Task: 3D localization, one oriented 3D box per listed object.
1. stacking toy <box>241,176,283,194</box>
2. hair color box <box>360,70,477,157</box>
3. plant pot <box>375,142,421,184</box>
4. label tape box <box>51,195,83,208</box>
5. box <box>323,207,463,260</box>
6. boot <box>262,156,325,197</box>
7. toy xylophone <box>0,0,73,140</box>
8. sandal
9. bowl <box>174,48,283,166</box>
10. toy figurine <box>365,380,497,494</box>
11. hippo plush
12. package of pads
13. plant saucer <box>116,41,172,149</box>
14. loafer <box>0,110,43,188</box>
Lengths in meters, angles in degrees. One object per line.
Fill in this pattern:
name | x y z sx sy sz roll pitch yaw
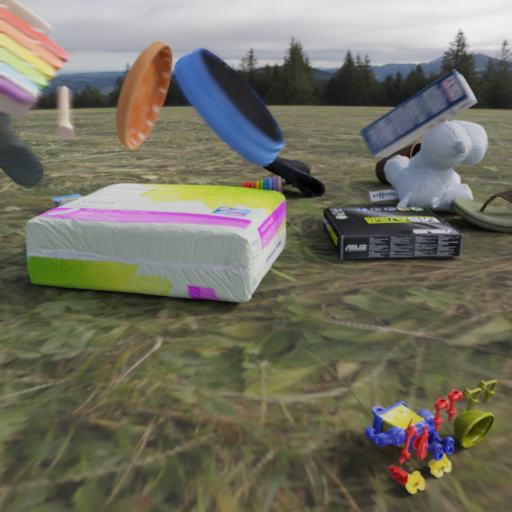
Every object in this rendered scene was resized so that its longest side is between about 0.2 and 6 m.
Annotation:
stacking toy | 0.148 -1.948 15.709 1.165 0.498 0.498 -3 19 6
hair color box | 2.888 -2.489 10.010 1.872 0.567 0.936 -30 -6 28
plant pot | 4.309 -2.612 16.673 1.383 1.292 1.292 -4 11 45
label tape box | -4.426 -1.198 13.641 0.751 0.329 1.041 -15 24 -37
box | 2.631 -0.508 11.315 2.296 0.545 2.217 -1 16 -1
boot | 1.342 -2.253 16.068 1.745 0.695 2.117 7 17 -33
toy xylophone | -3.664 -2.975 8.702 2.069 0.710 2.826 26 32 -42
sandal | 6.026 -1.064 12.272 3.366 0.960 1.337 6 20 18
bowl | -0.235 -1.552 5.761 0.273 1.390 1.390 -39 6 22
toy figurine | 1.502 1.498 5.271 1.411 0.744 0.845 -13 18 -36
hippo plush | 4.095 -2.324 13.199 2.731 2.196 2.175 -8 43 -26
package of pads | -1.532 -0.386 9.776 3.805 1.298 2.940 5 19 13
plant saucer | -2.079 -2.952 10.274 0.323 2.000 2.000 22 20 -1
loafer | -4.545 -2.097 9.647 0.690 2.195 0.789 26 61 36
